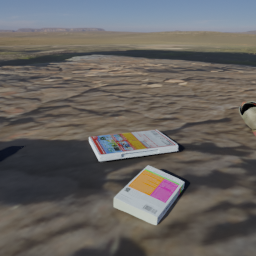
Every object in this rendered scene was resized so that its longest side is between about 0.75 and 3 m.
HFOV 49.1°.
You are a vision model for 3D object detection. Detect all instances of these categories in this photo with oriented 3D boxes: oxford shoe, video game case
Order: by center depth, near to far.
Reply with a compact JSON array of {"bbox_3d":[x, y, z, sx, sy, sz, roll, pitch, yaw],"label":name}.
[{"bbox_3d":[0.090,0.394,7.072,1.946,0.170,1.391,-6,18,-16],"label":"video game case"},{"bbox_3d":[3.627,-0.482,7.979,0.810,0.860,2.299,-41,-2,20],"label":"oxford shoe"}]

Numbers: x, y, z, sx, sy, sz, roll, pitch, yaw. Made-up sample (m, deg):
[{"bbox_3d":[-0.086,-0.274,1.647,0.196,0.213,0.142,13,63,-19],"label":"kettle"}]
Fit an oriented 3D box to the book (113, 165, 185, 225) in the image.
[{"bbox_3d":[0.417,1.155,4.990,0.818,0.294,1.224,17,25,27],"label":"book"}]
